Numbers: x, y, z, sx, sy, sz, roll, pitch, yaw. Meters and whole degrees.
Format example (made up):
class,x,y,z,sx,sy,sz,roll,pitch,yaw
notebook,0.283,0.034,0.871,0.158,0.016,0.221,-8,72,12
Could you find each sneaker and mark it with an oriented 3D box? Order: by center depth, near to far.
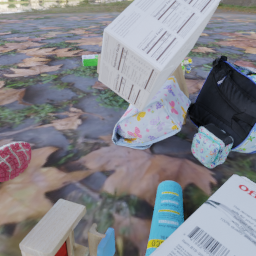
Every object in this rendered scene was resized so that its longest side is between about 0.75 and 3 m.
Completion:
class,x,y,z,sx,sy,sz,roll,pitch,yaw
sneaker,-3.541,0.924,6.959,0.893,0.965,2.393,22,35,39

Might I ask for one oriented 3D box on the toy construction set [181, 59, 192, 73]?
class,x,y,z,sx,sy,sz,roll,pitch,yaw
toy construction set,2.257,-3.138,14.656,1.998,0.921,1.310,6,52,28

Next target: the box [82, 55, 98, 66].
class,x,y,z,sx,sy,sz,roll,pitch,yaw
box,-2.248,-4.077,16.917,0.986,0.477,0.870,-5,30,-8

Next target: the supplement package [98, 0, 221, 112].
class,x,y,z,sx,sy,sz,roll,pitch,yaw
supplement package,0.605,-1.875,6.057,1.299,1.825,2.343,37,68,5

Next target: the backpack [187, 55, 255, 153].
class,x,y,z,sx,sy,sz,roll,pitch,yaw
backpack,3.344,-0.516,8.292,1.843,2.295,2.508,12,28,-26

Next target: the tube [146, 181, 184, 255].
class,x,y,z,sx,sy,sz,roll,pitch,yaw
tube,0.785,1.982,5.528,0.837,0.545,2.161,2,33,9

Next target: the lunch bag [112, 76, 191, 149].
class,x,y,z,sx,sy,sz,roll,pitch,yaw
lunch bag,0.668,-0.361,8.767,2.203,1.400,1.868,-25,19,32

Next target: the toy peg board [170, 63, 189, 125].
class,x,y,z,sx,sy,sz,roll,pitch,yaw
toy peg board,1.266,-1.826,10.588,1.365,2.792,2.780,-11,25,21

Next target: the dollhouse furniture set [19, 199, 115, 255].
class,x,y,z,sx,sy,sz,roll,pitch,yaw
dollhouse furniture set,-0.524,2.226,3.385,1.399,1.985,1.391,11,30,19

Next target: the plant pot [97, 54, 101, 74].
class,x,y,z,sx,sy,sz,roll,pitch,yaw
plant pot,-0.893,-3.301,14.905,1.102,1.103,0.977,-20,46,-33

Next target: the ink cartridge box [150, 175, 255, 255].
class,x,y,z,sx,sy,sz,roll,pitch,yaw
ink cartridge box,1.760,2.114,4.315,2.608,1.083,1.912,-25,46,-39

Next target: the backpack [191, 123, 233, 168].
class,x,y,z,sx,sy,sz,roll,pitch,yaw
backpack,2.213,0.546,7.563,0.800,1.063,0.943,-23,47,-27
